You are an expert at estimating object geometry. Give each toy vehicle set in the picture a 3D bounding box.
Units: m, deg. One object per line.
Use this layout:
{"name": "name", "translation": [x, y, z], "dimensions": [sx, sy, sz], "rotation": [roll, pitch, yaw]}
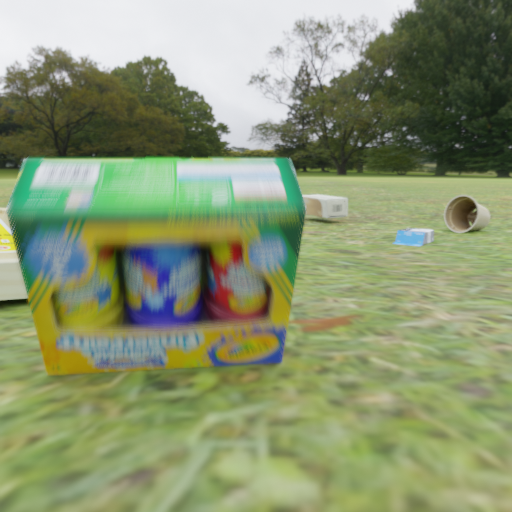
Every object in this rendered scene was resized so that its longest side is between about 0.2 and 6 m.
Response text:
{"name": "toy vehicle set", "translation": [-3.353, -0.080, 6.627], "dimensions": [3.345, 0.443, 2.078], "rotation": [-2, 22, -38]}

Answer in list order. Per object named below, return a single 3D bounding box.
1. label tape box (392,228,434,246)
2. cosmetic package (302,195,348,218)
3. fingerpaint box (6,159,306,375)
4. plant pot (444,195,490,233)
{"name": "label tape box", "translation": [3.046, -0.370, 10.838], "dimensions": [0.554, 0.243, 0.769], "rotation": [7, 12, 35]}
{"name": "cosmetic package", "translation": [1.692, -1.292, 14.456], "dimensions": [0.704, 0.476, 1.339], "rotation": [-6, 12, -26]}
{"name": "fingerpaint box", "translation": [-0.666, 0.112, 4.089], "dimensions": [1.837, 1.532, 0.674], "rotation": [-1, 39, -9]}
{"name": "plant pot", "translation": [4.768, -0.880, 12.471], "dimensions": [0.767, 0.838, 0.838], "rotation": [7, 4, -39]}
